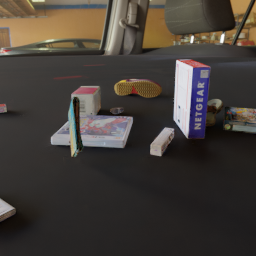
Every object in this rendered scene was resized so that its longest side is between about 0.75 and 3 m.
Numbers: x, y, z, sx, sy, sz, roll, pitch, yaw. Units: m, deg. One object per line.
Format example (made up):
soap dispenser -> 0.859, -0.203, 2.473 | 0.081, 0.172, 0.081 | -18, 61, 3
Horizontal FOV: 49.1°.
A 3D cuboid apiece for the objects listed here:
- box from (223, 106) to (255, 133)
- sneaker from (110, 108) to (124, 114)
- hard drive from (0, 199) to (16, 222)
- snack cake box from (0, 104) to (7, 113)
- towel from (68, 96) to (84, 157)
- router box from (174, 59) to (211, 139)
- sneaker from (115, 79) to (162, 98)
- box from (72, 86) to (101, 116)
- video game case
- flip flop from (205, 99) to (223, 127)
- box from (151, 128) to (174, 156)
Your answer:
box -> 4.768, -0.374, 11.606 | 1.529, 0.422, 2.238 | 6, 20, 18
sneaker -> -0.578, -0.797, 13.183 | 0.338, 0.308, 0.823 | 2, 6, 41
hard drive -> -3.084, 1.706, 5.889 | 1.252, 0.159, 0.826 | 14, 23, 36
snack cake box -> -6.316, -0.914, 13.402 | 0.888, 0.299, 0.511 | -9, 19, -26
towel -> -1.438, 0.047, 7.574 | 0.205, 1.388, 1.893 | -4, -10, -15
router box -> 2.344, -1.172, 10.653 | 0.629, 2.577, 2.313 | -2, 20, -3
sneaker -> 0.707, -2.553, 16.995 | 2.918, 1.093, 1.314 | 8, 26, 19
box -> -1.897, -1.228, 13.001 | 0.972, 1.141, 1.784 | 1, 19, 4
video game case -> -1.201, 0.039, 10.568 | 2.514, 0.317, 2.759 | 2, 19, 6
flip flop -> 3.455, -0.780, 12.012 | 0.991, 0.703, 2.444 | 15, 38, 31
box -> 1.181, 0.425, 9.378 | 0.368, 0.344, 1.778 | 7, 20, 20
